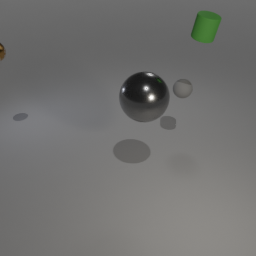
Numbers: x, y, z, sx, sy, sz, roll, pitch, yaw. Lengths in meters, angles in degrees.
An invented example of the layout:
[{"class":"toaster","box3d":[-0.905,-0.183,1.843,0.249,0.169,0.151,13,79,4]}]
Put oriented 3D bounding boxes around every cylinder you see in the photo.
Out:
[{"class":"cylinder","box3d":[2.277,-2.961,8.201,0.700,0.700,0.700,6,42,-6]}]

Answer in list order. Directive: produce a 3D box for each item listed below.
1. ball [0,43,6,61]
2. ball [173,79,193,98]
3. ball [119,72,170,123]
[{"class":"ball","box3d":[-4.493,-2.577,9.431,0.700,0.700,0.700,0,31,0]},{"class":"ball","box3d":[1.957,-1.408,10.015,0.700,0.700,0.700,0,31,0]},{"class":"ball","box3d":[0.450,-0.851,7.757,1.400,1.400,1.400,0,31,0]}]
